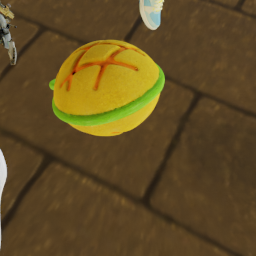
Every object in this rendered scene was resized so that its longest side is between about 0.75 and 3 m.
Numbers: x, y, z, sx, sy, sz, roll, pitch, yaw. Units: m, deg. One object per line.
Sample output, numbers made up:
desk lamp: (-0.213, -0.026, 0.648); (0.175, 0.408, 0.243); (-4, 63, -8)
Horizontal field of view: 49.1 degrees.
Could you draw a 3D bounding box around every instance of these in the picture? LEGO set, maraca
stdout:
LEGO set: (-2.687, -2.217, 5.318); (0.756, 1.733, 2.669); (-28, 55, 15)
maraca: (-0.430, -0.703, 4.346); (1.663, 1.298, 2.426); (-25, 33, -14)

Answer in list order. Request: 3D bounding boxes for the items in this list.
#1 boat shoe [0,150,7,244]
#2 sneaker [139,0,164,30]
boat shoe: (-2.779, 1.251, 4.997); (0.833, 0.882, 2.459); (-23, 55, 8)
sneaker: (0.743, -3.094, 6.648); (0.916, 1.404, 0.558); (9, 32, 42)
